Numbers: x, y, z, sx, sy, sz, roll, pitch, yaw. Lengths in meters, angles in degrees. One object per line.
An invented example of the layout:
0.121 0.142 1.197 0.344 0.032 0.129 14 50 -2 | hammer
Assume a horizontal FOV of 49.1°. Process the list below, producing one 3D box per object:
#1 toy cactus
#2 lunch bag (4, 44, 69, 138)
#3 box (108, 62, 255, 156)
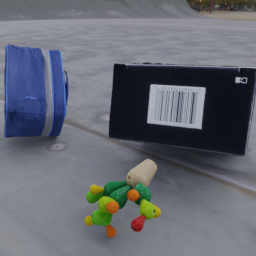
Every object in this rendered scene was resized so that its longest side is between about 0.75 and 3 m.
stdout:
0.019 1.088 4.491 1.398 0.866 1.694 -41 10 -31 | toy cactus
-2.451 -1.008 7.580 1.642 1.686 2.482 1 65 -25 | lunch bag
1.360 -0.445 6.390 2.690 1.606 2.736 7 5 22 | box
